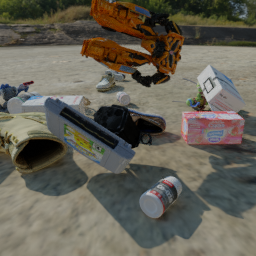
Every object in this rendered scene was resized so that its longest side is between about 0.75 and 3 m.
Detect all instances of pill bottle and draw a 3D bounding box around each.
[{"bbox_3d":[-3.766,-0.906,10.376,0.740,0.740,1.308,5,20,13],"label":"pill bottle"},{"bbox_3d":[0.614,1.208,5.030,0.466,0.466,0.819,14,25,34],"label":"pill bottle"},{"bbox_3d":[-0.211,-1.270,11.766,0.464,0.464,0.776,-6,20,-15],"label":"pill bottle"}]

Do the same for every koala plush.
[{"bbox_3d":[-4.465,-1.091,10.579,0.862,0.938,0.832,13,23,29],"label":"koala plush"}]

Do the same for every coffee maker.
[{"bbox_3d":[-0.101,-0.020,6.397,1.095,0.768,1.140,-10,-25,11],"label":"coffee maker"}]

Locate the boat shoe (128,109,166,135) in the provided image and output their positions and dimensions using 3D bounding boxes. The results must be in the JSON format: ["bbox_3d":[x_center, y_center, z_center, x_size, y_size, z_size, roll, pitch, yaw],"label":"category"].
[{"bbox_3d":[0.156,-0.155,8.388,1.983,0.716,0.718,1,22,3],"label":"boat shoe"}]

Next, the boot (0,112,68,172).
[{"bbox_3d":[-2.955,0.343,6.757,2.687,0.978,2.088,-5,22,-24],"label":"boot"}]

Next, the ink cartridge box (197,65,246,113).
[{"bbox_3d":[3.233,-1.175,9.636,1.191,0.697,2.054,26,35,-23],"label":"ink cartridge box"}]

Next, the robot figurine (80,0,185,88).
[{"bbox_3d":[0.284,-2.202,7.391,2.828,2.050,0.823,10,10,-24],"label":"robot figurine"}]

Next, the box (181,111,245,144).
[{"bbox_3d":[2.365,-0.018,7.956,1.559,0.738,0.800,-1,20,-2],"label":"box"}]

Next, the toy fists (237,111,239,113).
[{"bbox_3d":[3.936,-0.805,10.655,0.563,0.380,1.104,-2,21,16],"label":"toy fists"}]

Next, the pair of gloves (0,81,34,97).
[{"bbox_3d":[-4.936,-1.449,11.370,1.895,0.268,2.357,-21,6,39],"label":"pair of gloves"}]

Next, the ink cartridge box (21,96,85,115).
[{"bbox_3d":[-2.437,-0.590,9.446,1.843,0.780,1.332,0,20,-3],"label":"ink cartridge box"}]

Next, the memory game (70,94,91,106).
[{"bbox_3d":[-1.876,-1.089,10.961,0.890,0.057,0.890,12,-21,5],"label":"memory game"}]

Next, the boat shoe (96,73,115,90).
[{"bbox_3d":[-1.171,-2.404,14.504,0.746,0.683,1.996,4,21,11],"label":"boat shoe"}]

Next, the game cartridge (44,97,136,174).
[{"bbox_3d":[-0.853,0.235,5.874,2.014,1.343,0.408,32,68,3],"label":"game cartridge"}]

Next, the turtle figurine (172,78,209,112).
[{"bbox_3d":[2.792,-1.313,10.953,1.522,1.130,1.570,-3,23,-22],"label":"turtle figurine"}]

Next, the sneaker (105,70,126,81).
[{"bbox_3d":[-0.734,-3.151,16.786,1.343,0.527,0.533,23,33,24],"label":"sneaker"}]
